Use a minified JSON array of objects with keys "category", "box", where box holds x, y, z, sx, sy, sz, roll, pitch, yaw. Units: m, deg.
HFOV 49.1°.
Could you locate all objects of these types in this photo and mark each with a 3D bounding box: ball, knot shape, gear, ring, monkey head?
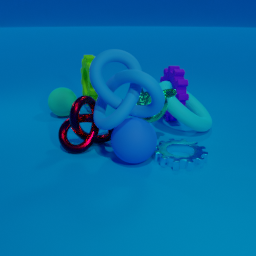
[{"category":"ball","box":[0.140,0.291,6.636,1.086,1.086,1.086,0,22,0]},{"category":"knot shape","box":[-0.980,0.000,7.345,1.416,1.513,0.699,21,9,-22]},{"category":"gear","box":[-1.369,-1.691,10.020,0.327,1.767,1.767,-5,23,-19]},{"category":"ring","box":[1.746,-0.690,8.654,2.072,0.414,2.072,30,28,-18]},{"category":"gear","box":[1.446,-1.108,9.101,0.324,1.751,1.751,-2,22,-13]},{"category":"knot shape","box":[-0.221,-0.724,6.429,1.869,1.749,0.863,44,19,12]},{"category":"ball","box":[-2.259,-0.900,9.712,1.000,1.000,1.000,0,22,0]},{"category":"gear","box":[1.286,0.637,6.927,1.299,0.240,1.299,0,22,0]},{"category":"monkey head","box":[0.547,-0.695,7.448,0.881,1.461,1.051,14,45,-37]}]
